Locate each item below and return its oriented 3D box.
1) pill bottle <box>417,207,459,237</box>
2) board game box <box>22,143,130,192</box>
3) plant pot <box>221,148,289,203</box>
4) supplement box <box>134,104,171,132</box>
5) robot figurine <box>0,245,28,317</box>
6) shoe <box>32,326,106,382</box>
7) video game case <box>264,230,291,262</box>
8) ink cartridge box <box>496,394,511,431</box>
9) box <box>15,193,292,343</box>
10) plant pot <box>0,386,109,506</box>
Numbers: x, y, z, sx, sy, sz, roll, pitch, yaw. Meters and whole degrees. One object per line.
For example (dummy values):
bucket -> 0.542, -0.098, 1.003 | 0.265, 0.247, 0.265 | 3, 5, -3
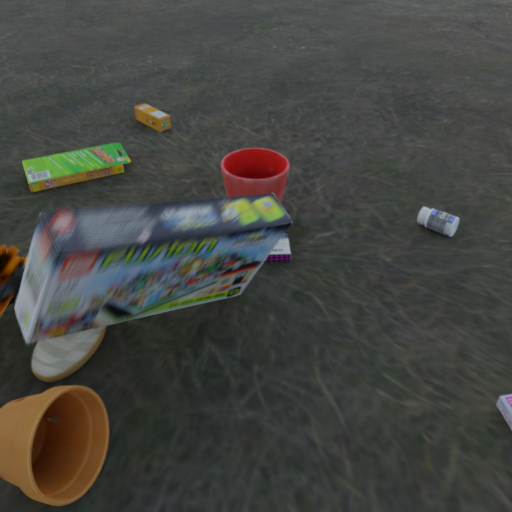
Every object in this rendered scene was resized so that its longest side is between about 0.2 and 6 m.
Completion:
pill bottle -> 3.448, -0.661, 10.635 | 0.693, 0.394, 0.394 | 25, 45, 27
board game box -> -3.956, -2.000, 12.416 | 2.186, 0.328, 1.044 | -18, 42, -18
plant pot -> -0.019, -1.294, 10.834 | 1.289, 1.140, 1.289 | 0, 38, 0
supplement box -> -2.647, -3.532, 14.302 | 0.379, 0.366, 1.100 | -28, 46, -34
robot figurine -> -4.058, 0.847, 7.688 | 1.929, 0.775, 2.661 | -25, 26, 40
shoe -> -2.589, 0.649, 8.476 | 0.930, 0.710, 2.660 | 7, 49, 22
video game case -> 0.005, -0.280, 10.297 | 1.186, 0.212, 1.075 | -2, 38, -3
ink cartridge box -> 3.894, 2.087, 7.287 | 1.242, 0.261, 0.741 | -5, 39, -9
box -> -1.322, 0.092, 7.631 | 3.438, 1.892, 0.597 | -10, 58, -38
plant pot -> -2.475, 2.153, 6.510 | 0.906, 1.294, 1.294 | -4, 35, 24
